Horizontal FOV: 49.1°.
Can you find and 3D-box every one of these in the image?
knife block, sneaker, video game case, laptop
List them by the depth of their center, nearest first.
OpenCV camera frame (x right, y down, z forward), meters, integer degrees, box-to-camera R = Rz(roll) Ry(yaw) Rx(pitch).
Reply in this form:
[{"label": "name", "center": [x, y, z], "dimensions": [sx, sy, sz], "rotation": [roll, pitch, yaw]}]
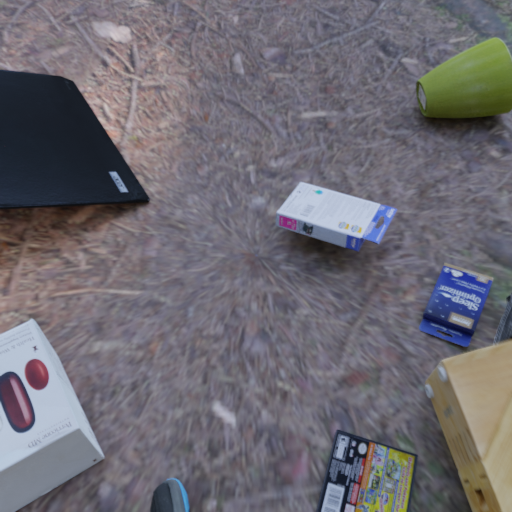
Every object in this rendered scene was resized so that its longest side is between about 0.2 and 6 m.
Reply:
[{"label": "sneaker", "center": [-1.185, 3.626, 5.816], "dimensions": [1.031, 0.922, 2.517], "rotation": [1, 55, 1]}, {"label": "knife block", "center": [3.679, 1.727, 6.384], "dimensions": [2.978, 1.085, 3.392], "rotation": [-14, 63, -1]}, {"label": "video game case", "center": [1.353, 2.841, 6.837], "dimensions": [1.053, 0.149, 1.165], "rotation": [15, 56, 10]}, {"label": "laptop", "center": [-4.838, -1.271, 9.661], "dimensions": [4.357, 2.250, 3.861], "rotation": [-39, 60, 5]}]

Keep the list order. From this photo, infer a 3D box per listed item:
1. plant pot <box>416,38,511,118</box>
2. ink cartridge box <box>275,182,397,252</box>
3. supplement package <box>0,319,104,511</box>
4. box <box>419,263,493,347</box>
[{"label": "plant pot", "center": [3.799, -3.128, 10.411], "dimensions": [1.481, 1.386, 1.386], "rotation": [-15, 55, 6]}, {"label": "ink cartridge box", "center": [1.236, -0.594, 8.670], "dimensions": [1.640, 0.344, 0.979], "rotation": [17, 43, 21]}, {"label": "supplement package", "center": [-2.994, 1.994, 6.769], "dimensions": [1.574, 1.211, 1.646], "rotation": [-28, 58, -18]}, {"label": "box", "center": [2.947, 0.696, 8.241], "dimensions": [0.740, 0.198, 1.221], "rotation": [19, 58, 22]}]
